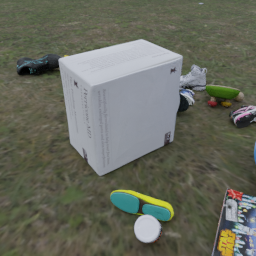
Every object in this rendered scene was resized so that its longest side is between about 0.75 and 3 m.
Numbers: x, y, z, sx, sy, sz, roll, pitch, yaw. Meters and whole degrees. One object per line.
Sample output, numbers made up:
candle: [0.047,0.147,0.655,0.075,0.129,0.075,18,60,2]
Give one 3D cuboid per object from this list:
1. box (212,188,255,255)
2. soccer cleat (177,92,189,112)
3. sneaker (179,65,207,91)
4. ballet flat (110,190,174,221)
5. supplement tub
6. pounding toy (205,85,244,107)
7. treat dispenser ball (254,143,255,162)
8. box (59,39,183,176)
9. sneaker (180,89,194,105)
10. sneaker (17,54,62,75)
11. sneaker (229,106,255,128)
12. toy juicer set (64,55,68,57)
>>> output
box: [2.707,2.455,5.945,1.609,0.469,2.350,14,37,19]
soccer cleat: [1.269,-1.392,10.311,2.300,0.932,0.776,36,75,8]
sneaker: [2.564,-2.205,12.152,1.740,1.000,0.654,6,35,8]
ballet flat: [0.355,1.854,6.873,1.580,0.528,0.530,14,16,16]
supplement tub: [0.443,2.155,5.940,0.541,0.883,0.541,-4,67,10]
pounding toy: [3.745,-1.182,11.104,1.308,0.786,1.694,15,7,38]
treat dispenser ball: [4.423,0.664,6.882,2.417,2.417,2.417,0,35,0]
box: [-0.175,-0.711,8.316,2.960,2.945,1.935,-22,41,-29]
sneaker: [2.527,-1.307,11.402,0.699,0.385,0.955,-25,36,-25]
sneaker: [-4.236,-2.949,13.541,2.313,0.872,0.917,-8,47,2]
sneaker: [4.460,-0.599,10.146,1.740,0.699,0.751,-11,35,-18]
toy juicer set: [-2.455,-3.313,14.325,1.660,0.452,1.056,26,24,37]
